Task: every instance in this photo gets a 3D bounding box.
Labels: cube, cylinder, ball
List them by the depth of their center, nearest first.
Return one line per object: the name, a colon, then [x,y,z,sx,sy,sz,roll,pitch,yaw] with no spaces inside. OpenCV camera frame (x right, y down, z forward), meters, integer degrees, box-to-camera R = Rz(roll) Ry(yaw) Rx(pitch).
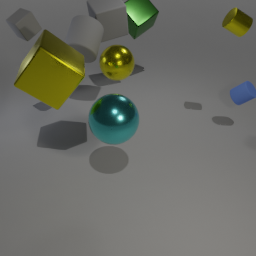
ball: [-0.386,-0.242,7.698,1.400,1.400,1.400,0,32,0]
cube: [-2.211,-1.677,8.091,1.400,1.400,1.400,31,27,-29]
cylinder: [3.622,-3.498,9.291,0.700,0.700,0.700,25,29,-15]
cube: [-3.484,-3.467,9.392,0.700,0.700,0.700,30,71,34]
cylinder: [4.334,-1.306,10.533,0.700,0.700,0.700,-31,5,45]
ball: [-0.435,-2.581,11.099,1.400,1.400,1.400,0,32,0]
cylinder: [-1.835,-3.663,11.623,1.400,1.400,1.400,9,73,13]
cube: [-0.909,-4.977,12.661,1.400,1.400,1.400,-20,50,-11]
cube: [0.498,-5.718,14.310,1.400,1.400,1.400,-39,88,-10]
